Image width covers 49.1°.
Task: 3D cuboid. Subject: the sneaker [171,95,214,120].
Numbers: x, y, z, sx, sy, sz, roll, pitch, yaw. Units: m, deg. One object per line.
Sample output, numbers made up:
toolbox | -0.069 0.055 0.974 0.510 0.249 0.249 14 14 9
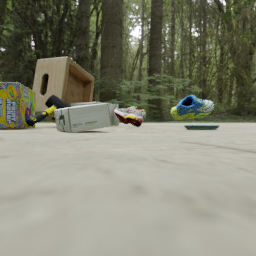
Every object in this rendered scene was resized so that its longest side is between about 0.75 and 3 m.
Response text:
sneaker | 2.393 -0.758 9.743 1.758 0.666 0.923 -16 -23 -20

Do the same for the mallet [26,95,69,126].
mallet | -2.138 -0.352 7.690 0.712 0.445 2.163 37 17 -12

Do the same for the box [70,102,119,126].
box | -1.152 -0.463 10.061 1.053 0.825 1.692 -1 1 24

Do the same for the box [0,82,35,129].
box | -3.381 -0.523 7.052 1.713 1.085 1.778 0 0 -6

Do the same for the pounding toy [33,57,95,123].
pounding toy | -2.668 -1.023 10.194 1.801 2.534 2.333 0 -13 22

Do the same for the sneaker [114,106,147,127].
sneaker | 0.081 -0.452 9.667 1.445 0.594 0.563 18 -29 45

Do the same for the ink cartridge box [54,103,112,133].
ink cartridge box | -0.852 -0.191 5.120 0.754 0.426 1.027 -10 6 -27

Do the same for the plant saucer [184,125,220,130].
plant saucer | 1.696 -0.015 6.463 0.802 0.110 0.802 -1 2 0
